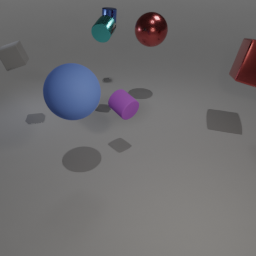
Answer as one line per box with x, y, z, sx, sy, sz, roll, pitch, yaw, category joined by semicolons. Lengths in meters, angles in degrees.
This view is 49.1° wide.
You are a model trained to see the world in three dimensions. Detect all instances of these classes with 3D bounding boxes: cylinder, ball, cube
-0.901;-5.353;13.397;0.700;0.700;0.700;4;30;-2;cylinder
0.978;-4.152;11.834;1.400;1.400;1.400;0;29;0;ball
-3.912;-2.473;9.567;0.700;0.700;0.700;-19;32;1;cube
-0.842;-3.467;9.795;0.700;0.700;0.700;8;46;14;cylinder
-1.380;-0.891;6.951;1.400;1.400;1.400;0;29;0;ball
4.518;-2.191;9.655;1.400;1.400;1.400;19;22;4;cube
-0.135;-0.727;8.654;0.700;0.700;0.700;-24;53;-35;cylinder
